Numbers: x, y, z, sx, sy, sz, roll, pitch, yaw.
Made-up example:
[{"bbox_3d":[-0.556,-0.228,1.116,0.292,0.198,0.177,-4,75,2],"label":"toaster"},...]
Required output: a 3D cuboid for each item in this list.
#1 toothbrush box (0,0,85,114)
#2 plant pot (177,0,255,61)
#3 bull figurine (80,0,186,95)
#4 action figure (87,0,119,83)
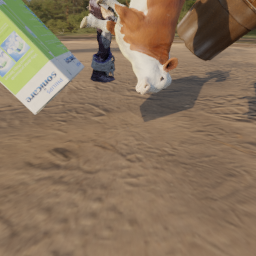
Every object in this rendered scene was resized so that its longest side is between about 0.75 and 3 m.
[{"bbox_3d":[-2.266,-1.737,5.881,1.079,2.507,1.825,-42,15,14],"label":"toothbrush box"},{"bbox_3d":[2.004,-2.425,6.212,1.551,1.536,1.551,24,46,-28],"label":"plant pot"},{"bbox_3d":[0.240,-1.656,4.002,1.427,2.351,0.766,24,-11,-25],"label":"bull figurine"},{"bbox_3d":[-0.654,-2.713,7.814,0.944,2.721,1.770,-7,39,-16],"label":"action figure"}]
